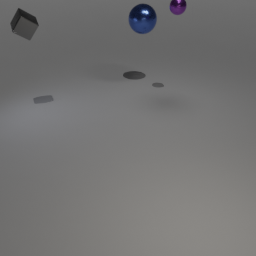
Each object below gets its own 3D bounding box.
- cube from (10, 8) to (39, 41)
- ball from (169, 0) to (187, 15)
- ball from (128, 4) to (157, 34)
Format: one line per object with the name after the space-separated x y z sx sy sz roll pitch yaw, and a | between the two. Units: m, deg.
-3.802 -3.796 10.272 0.700 0.700 0.700 18 33 -42 | cube
2.067 -5.036 11.568 0.700 0.700 0.700 0 30 0 | ball
0.718 -5.341 13.740 1.400 1.400 1.400 0 30 0 | ball
